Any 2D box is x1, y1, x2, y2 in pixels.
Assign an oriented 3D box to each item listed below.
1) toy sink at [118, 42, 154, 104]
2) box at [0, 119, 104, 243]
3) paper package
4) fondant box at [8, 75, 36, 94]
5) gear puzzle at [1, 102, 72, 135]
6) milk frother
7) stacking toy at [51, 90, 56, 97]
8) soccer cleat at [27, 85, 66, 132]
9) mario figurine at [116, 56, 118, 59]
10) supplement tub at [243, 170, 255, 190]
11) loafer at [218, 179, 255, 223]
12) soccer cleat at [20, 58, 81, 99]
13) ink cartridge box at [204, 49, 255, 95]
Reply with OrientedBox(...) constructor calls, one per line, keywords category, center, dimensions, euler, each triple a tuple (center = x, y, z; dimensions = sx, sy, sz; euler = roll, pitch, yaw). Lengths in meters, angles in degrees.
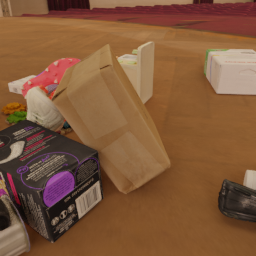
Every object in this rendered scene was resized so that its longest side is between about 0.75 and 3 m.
OrientedBox(category="toy sink", center=(0.145, -1.912, 9.718), dimensions=(1.136, 2.027, 1.321), euler=(11, 29, 20))
OrientedBox(category="box", center=(-1.675, 0.825, 5.169), dimensions=(2.151, 1.141, 1.315), euler=(20, 37, 34))
OrientedBox(category="paper package", center=(-0.300, -0.296, 5.921), dimensions=(1.221, 2.360, 2.249), euler=(-29, 25, 9))
OrientedBox(category="fondant box", center=(-3.931, -1.729, 11.201), dimensions=(0.934, 0.377, 1.294), euler=(13, 30, 25))
OrientedBox(category="gear puzzle", center=(-2.811, -0.418, 8.556), dimensions=(2.954, 0.387, 1.530), euler=(20, 33, 34))
OrientedBox(category="milk frother", center=(-1.958, 1.841, 3.515), dimensions=(1.524, 1.462, 1.620), euler=(-23, 78, -38))
OrientedBox(category="stacking toy", center=(-1.794, -1.404, 10.050), dimensions=(0.979, 0.979, 2.294), euler=(17, 36, 30))
OrientedBox(category="soccer cleat", center=(-1.875, -0.186, 6.176), dimensions=(0.932, 0.833, 2.403), euler=(-45, -1, -14))
OrientedBox(category="mario figurine", center=(-0.797, -3.337, 14.004), dimensions=(1.329, 0.704, 0.820), euler=(-7, 58, 2))
OrientedBox(category="supplement tub", center=(2.650, 1.132, 5.275), dimensions=(0.846, 0.558, 0.558), euler=(8, 28, 19))
OrientedBox(category="loafer", center=(2.525, 1.286, 4.685), dimensions=(1.934, 0.679, 0.657), euler=(7, 0, 15))
OrientedBox(category="soccer cleat", center=(-2.547, -1.696, 9.743), dimensions=(2.596, 0.866, 0.992), euler=(-24, 3, 18))
OrientedBox(category="ink cartridge box", center=(4.462, -2.394, 11.577), dimensions=(2.088, 1.211, 2.884), euler=(2, 27, 4))
